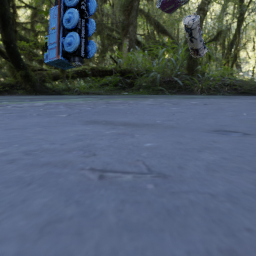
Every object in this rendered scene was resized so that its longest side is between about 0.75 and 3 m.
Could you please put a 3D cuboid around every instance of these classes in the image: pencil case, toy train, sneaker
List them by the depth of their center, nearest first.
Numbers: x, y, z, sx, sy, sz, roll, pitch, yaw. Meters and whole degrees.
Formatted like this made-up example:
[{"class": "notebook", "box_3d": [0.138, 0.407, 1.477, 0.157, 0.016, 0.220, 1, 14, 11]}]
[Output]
[{"class": "sneaker", "box_3d": [1.372, -3.867, 8.196, 0.738, 0.469, 1.295, 5, -25, -37]}, {"class": "toy train", "box_3d": [-2.081, -3.582, 9.999, 1.710, 2.993, 1.297, -4, -6, 33]}, {"class": "pencil case", "box_3d": [2.527, -3.448, 10.497, 0.617, 1.586, 0.709, 13, 54, 39]}]
